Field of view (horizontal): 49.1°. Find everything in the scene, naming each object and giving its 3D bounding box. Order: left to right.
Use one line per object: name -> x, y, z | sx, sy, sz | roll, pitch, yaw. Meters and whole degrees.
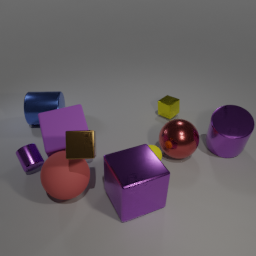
cylinder -> -3.225, 0.977, 9.230 | 0.700, 0.700, 0.700 | -23, 75, -32
cylinder -> -3.460, -0.830, 11.772 | 1.400, 1.400, 1.400 | -1, 32, -2
ball -> -1.812, 1.360, 8.134 | 1.400, 1.400, 1.400 | 0, 32, 0
cube -> -2.016, 0.275, 9.243 | 1.400, 1.400, 1.400 | -14, 65, -11
cube -> -1.188, 0.424, 7.165 | 0.700, 0.700, 0.700 | -2, -2, -3
cube -> 0.200, 1.527, 8.001 | 1.400, 1.400, 1.400 | -14, 38, -21
ball -> 0.755, 0.901, 9.149 | 0.700, 0.700, 0.700 | 0, 32, 0
cube -> 1.794, -0.931, 12.354 | 0.700, 0.700, 0.700 | 26, 46, 38
ball -> 1.776, 0.375, 9.795 | 1.400, 1.400, 1.400 | 0, 32, 0
cylinder -> 3.543, 0.136, 9.868 | 1.400, 1.400, 1.400 | -3, 57, 5
